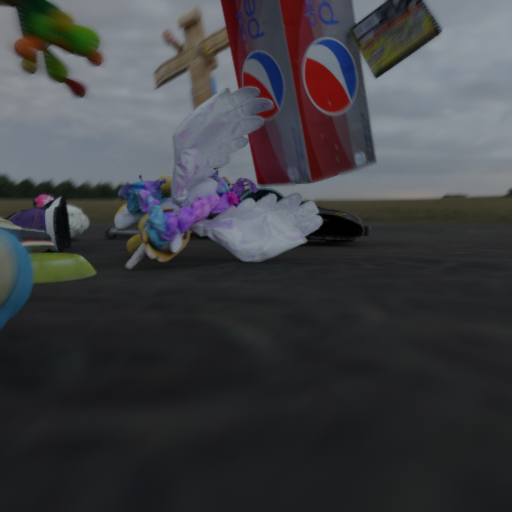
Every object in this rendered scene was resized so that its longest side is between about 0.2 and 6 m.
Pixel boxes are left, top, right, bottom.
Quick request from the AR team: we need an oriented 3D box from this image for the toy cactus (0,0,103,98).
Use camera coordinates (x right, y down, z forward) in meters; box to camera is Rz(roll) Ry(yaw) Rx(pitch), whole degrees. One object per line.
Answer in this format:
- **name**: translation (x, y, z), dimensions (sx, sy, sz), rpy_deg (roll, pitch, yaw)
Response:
- **toy cactus**: translation (-3.010, -3.189, 7.339), dimensions (1.995, 1.236, 2.418), rpy_deg (42, -11, 2)

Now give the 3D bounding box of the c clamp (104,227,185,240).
- **c clamp**: translation (-2.789, -0.553, 13.810), dimensions (2.376, 0.322, 2.030), rpy_deg (3, 5, 36)

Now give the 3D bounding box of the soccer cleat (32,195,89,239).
- **soccer cleat**: translation (-4.501, -0.851, 12.945), dimensions (1.296, 1.049, 3.003), rpy_deg (1, 4, -22)

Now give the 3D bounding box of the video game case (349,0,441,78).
- **video game case**: translation (1.647, -2.703, 6.735), dimensions (0.877, 0.793, 0.112), rpy_deg (-32, -26, 24)

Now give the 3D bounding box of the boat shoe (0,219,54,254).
- **boat shoe**: translation (-2.969, -0.205, 6.084), dimensions (0.667, 0.586, 1.874), rpy_deg (-28, -7, 21)

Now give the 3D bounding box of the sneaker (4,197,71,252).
- **sneaker**: translation (-3.948, -0.540, 9.921), dimensions (1.103, 0.954, 2.520), rpy_deg (-6, 5, -12)

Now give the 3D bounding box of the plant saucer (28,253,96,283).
- **plant saucer**: translation (-2.315, 0.105, 5.642), dimensions (1.349, 0.210, 1.349), rpy_deg (0, 4, 0)

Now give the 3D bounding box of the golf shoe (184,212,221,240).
- **golf shoe**: translation (-1.016, -0.816, 14.169), dimensions (0.979, 0.858, 2.224), rpy_deg (6, 0, -39)

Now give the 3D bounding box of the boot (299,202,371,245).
- **boot**: translation (1.078, -0.712, 11.844), dimensions (2.697, 0.934, 2.348), rpy_deg (3, 4, 13)

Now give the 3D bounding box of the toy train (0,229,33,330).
- **toy train**: translation (-2.216, 0.043, 2.194), dimensions (2.324, 0.984, 1.345), rpy_deg (0, -6, 6)

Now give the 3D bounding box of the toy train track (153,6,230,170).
- **toy train track**: translation (-1.004, -2.948, 9.308), dimensions (1.949, 3.398, 0.553), rpy_deg (-22, -27, 22)

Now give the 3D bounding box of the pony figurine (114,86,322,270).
- **pony figurine**: translation (-0.738, -0.704, 7.385), dimensions (2.520, 2.174, 2.611), rpy_deg (-34, 16, -11)

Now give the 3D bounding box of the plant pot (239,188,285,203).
- **plant pot**: translation (0.218, -0.692, 11.076), dimensions (1.147, 1.147, 1.124), rpy_deg (1, -3, 11)

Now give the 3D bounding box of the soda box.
- **soda box**: translation (0.452, -2.879, 7.278), dimensions (1.322, 3.776, 1.197), rpy_deg (-20, 15, -33)
